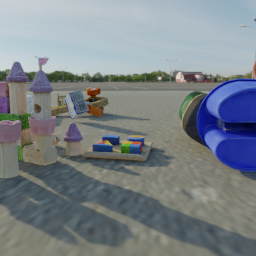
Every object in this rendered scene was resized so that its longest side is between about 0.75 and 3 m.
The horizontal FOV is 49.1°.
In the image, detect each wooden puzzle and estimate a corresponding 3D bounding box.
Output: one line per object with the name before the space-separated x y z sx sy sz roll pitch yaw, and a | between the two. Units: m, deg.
wooden puzzle | -0.134 0.312 5.025 1.059 0.265 1.144 2 9 11

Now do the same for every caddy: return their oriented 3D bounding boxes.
caddy | 1.998 -0.070 4.204 1.846 1.305 0.969 2 14 7

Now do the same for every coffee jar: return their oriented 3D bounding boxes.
coffee jar | 1.668 -0.208 5.829 1.111 0.909 2.130 28 12 4

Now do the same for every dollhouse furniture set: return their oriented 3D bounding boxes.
dollhouse furniture set | -3.082 -1.491 14.825 1.347 0.749 1.191 -3 9 -18

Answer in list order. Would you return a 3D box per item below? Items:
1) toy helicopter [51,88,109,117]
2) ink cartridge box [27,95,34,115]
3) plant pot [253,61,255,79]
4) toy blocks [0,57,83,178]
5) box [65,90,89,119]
toy helicopter | -1.941 -0.792 10.879 2.468 0.973 1.632 -14 22 -16
ink cartridge box | -4.239 -0.768 10.146 1.357 0.794 2.340 -2 9 -10
plant pot | 3.345 -0.716 5.288 1.518 1.476 1.518 -24 36 19
toy blocks | -1.784 -0.300 4.632 1.772 1.596 1.897 5 10 32
box | -1.629 -0.726 8.838 0.407 0.713 0.775 -20 -3 -27
